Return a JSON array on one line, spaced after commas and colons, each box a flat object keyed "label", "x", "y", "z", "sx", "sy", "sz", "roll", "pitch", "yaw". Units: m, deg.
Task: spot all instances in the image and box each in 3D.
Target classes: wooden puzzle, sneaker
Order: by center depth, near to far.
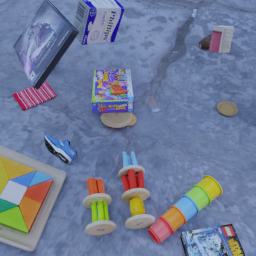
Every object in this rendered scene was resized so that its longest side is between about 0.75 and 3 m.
[{"label": "wooden puzzle", "x": -3.702, "y": 2.089, "z": 9.029, "sx": 2.708, "sy": 0.545, "sz": 2.928, "roll": 25, "pitch": 49, "yaw": -9}, {"label": "sneaker", "x": -2.605, "y": 0.718, "z": 10.798, "sx": 1.542, "sy": 0.605, "sz": 0.687, "roll": 36, "pitch": 51, "yaw": 17}]

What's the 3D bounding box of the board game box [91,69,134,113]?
[{"label": "board game box", "x": -0.680, "y": -1.703, "z": 12.466, "sx": 1.732, "sy": 0.577, "sz": 2.576, "roll": -3, "pitch": 42, "yaw": -2}]

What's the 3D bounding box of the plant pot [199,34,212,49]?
[{"label": "plant pot", "x": 4.273, "y": -4.584, "z": 15.070, "sx": 0.824, "sy": 0.770, "sz": 0.770, "roll": -20, "pitch": 51, "yaw": 5}]

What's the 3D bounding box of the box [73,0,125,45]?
[{"label": "box", "x": -1.236, "y": -4.388, "z": 11.449, "sx": 1.753, "sy": 1.612, "sz": 0.920, "roll": -20, "pitch": 59, "yaw": -38}]

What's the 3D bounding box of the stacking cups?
[{"label": "stacking cups", "x": 1.819, "y": 2.642, "z": 9.113, "sx": 2.745, "sy": 0.830, "sz": 0.830, "roll": -33, "pitch": 58, "yaw": -19}]

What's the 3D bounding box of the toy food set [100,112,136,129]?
[{"label": "toy food set", "x": -0.458, "y": -0.467, "z": 11.791, "sx": 1.415, "sy": 0.344, "sz": 1.400, "roll": -24, "pitch": 49, "yaw": -23}]

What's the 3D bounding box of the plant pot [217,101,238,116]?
[{"label": "plant pot", "x": 4.356, "y": -0.830, "z": 12.301, "sx": 0.890, "sy": 0.122, "sz": 0.890, "roll": 0, "pitch": 50, "yaw": 0}]

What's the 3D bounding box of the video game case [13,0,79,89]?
[{"label": "video game case", "x": -2.684, "y": -2.734, "z": 8.748, "sx": 2.052, "sy": 0.272, "sz": 2.873, "roll": -50, "pitch": 48, "yaw": 13}]

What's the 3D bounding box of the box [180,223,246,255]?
[{"label": "box", "x": 2.638, "y": 4.088, "z": 8.006, "sx": 1.645, "sy": 0.479, "sz": 2.403, "roll": -7, "pitch": 51, "yaw": -6}]

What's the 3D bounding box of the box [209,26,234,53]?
[{"label": "box", "x": 3.262, "y": -3.107, "z": 9.795, "sx": 0.558, "sy": 0.873, "sz": 0.475, "roll": -10, "pitch": 25, "yaw": -30}]

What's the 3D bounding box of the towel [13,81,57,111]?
[{"label": "towel", "x": -4.271, "y": -1.508, "z": 12.818, "sx": 1.690, "sy": 0.190, "sz": 1.222, "roll": -28, "pitch": 57, "yaw": -21}]

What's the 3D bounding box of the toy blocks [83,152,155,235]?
[{"label": "toy blocks", "x": -0.424, "y": 2.029, "z": 9.407, "sx": 2.202, "sy": 0.960, "sz": 2.642, "roll": -7, "pitch": 50, "yaw": -5}]
